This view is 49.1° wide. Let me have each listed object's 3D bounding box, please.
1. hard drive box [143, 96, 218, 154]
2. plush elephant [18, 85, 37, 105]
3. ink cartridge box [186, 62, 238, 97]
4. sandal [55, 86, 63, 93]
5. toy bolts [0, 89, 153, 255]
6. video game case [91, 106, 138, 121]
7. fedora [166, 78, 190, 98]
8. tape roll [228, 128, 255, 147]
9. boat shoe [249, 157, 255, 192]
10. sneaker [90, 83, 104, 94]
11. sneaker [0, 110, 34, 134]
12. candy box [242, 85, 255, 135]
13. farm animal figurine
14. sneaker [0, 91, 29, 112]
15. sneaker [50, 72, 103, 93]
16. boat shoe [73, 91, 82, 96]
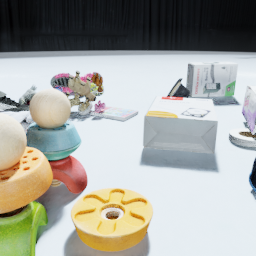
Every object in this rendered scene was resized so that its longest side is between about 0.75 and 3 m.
[{"bbox_3d":[1.449,-0.183,7.699,1.757,0.866,2.255,4,19,11],"label":"hard drive box"},{"bbox_3d":[-3.323,-0.931,10.102,0.901,0.959,1.164,33,53,-12],"label":"plush elephant"},{"bbox_3d":[3.770,-2.206,12.724,2.039,1.488,0.857,-3,21,-6],"label":"ink cartridge box"},{"bbox_3d":[-3.150,-1.551,12.398,0.420,0.460,1.057,2,20,-1],"label":"sandal"},{"bbox_3d":[-0.980,0.444,4.291,2.552,1.853,2.672,-2,19,-7],"label":"toy bolts"},{"bbox_3d":[-0.470,-0.537,9.908,1.395,0.122,0.998,11,21,28],"label":"video game case"},{"bbox_3d":[1.734,-1.042,9.945,0.643,1.408,1.408,34,26,7],"label":"fedora"},{"bbox_3d":[3.214,0.244,7.484,1.010,0.185,1.010,1,18,0],"label":"tape roll"},{"bbox_3d":[3.189,0.960,4.269,2.607,0.895,1.097,14,23,35],"label":"boat shoe"},{"bbox_3d":[-1.808,-1.861,13.166,1.379,0.527,0.520,-10,25,-22],"label":"sneaker"},{"bbox_3d":[-2.579,0.206,5.814,1.680,1.099,2.924,-2,14,9],"label":"sneaker"},{"bbox_3d":[4.831,-0.399,7.812,2.802,1.002,2.350,9,20,13],"label":"candy box"},{"bbox_3d":[-1.584,-1.123,10.290,1.517,0.945,1.878,6,50,-10],"label":"farm animal figurine"},{"bbox_3d":[-4.054,-0.732,8.858,2.565,1.160,0.852,1,20,2],"label":"sneaker"},{"bbox_3d":[-2.525,-2.167,13.866,2.531,1.000,1.207,-3,-3,-11],"label":"sneaker"},{"bbox_3d":[-2.199,-1.677,12.497,0.283,0.300,0.789,-28,-24,12],"label":"boat shoe"}]
